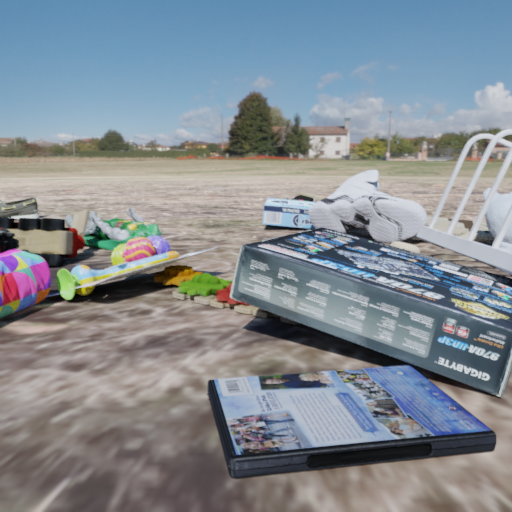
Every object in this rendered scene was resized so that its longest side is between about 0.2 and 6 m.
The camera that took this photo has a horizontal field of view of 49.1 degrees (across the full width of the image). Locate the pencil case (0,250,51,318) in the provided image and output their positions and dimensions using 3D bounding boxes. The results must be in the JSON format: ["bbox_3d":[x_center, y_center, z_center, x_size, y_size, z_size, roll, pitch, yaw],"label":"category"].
[{"bbox_3d":[-2.836,0.360,5.718,0.739,0.739,1.672,2,8,13],"label":"pencil case"}]

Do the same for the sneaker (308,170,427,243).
[{"bbox_3d":[2.504,-1.116,11.668,2.717,1.021,1.562,5,39,47],"label":"sneaker"}]

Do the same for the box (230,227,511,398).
[{"bbox_3d":[1.244,0.328,5.203,2.354,0.542,1.871,17,16,26],"label":"box"}]

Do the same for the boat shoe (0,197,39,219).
[{"bbox_3d":[-6.805,-1.229,14.970,1.947,0.582,0.696,-10,14,-43],"label":"boat shoe"}]

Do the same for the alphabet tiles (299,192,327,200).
[{"bbox_3d":[2.769,-1.309,14.858,2.618,0.100,3.146,7,10,-35],"label":"alphabet tiles"}]

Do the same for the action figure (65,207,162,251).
[{"bbox_3d":[-2.658,-0.502,10.669,2.599,0.711,1.535,8,19,42],"label":"action figure"}]

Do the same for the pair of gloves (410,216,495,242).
[{"bbox_3d":[4.072,-0.521,11.735,1.721,0.355,2.024,6,13,13],"label":"pair of gloves"}]

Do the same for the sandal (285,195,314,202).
[{"bbox_3d":[1.033,-1.483,15.820,0.747,0.448,1.988,11,30,25],"label":"sandal"}]

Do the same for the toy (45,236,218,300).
[{"bbox_3d":[-1.625,0.042,7.244,1.187,0.487,2.062,-14,6,40],"label":"toy"}]

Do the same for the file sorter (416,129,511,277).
[{"bbox_3d":[3.298,-0.440,6.131,1.799,1.614,2.592,22,7,-6],"label":"file sorter"}]

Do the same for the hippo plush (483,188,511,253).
[{"bbox_3d":[5.017,-0.561,9.397,2.480,1.976,1.994,10,-30,-44],"label":"hippo plush"}]

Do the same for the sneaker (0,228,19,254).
[{"bbox_3d":[-4.115,0.005,7.602,0.910,0.658,1.862,4,17,21],"label":"sneaker"}]

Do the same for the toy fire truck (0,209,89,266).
[{"bbox_3d":[-3.504,-0.353,9.421,1.369,1.001,1.555,1,0,11],"label":"toy fire truck"}]

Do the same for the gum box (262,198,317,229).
[{"bbox_3d":[1.163,-1.050,13.873,1.894,0.496,2.229,5,11,3],"label":"gum box"}]

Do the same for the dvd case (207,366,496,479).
[{"bbox_3d":[0.528,1.023,3.661,1.595,0.140,1.138,-1,10,-11],"label":"dvd case"}]

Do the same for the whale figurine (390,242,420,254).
[{"bbox_3d":[2.318,0.031,8.834,0.580,0.378,0.729,15,-9,17],"label":"whale figurine"}]

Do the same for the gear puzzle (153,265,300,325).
[{"bbox_3d":[-0.202,0.319,6.975,2.692,0.353,1.394,8,13,38],"label":"gear puzzle"}]
